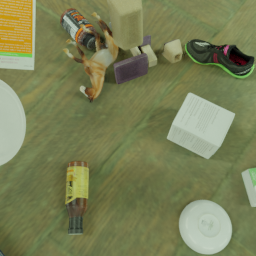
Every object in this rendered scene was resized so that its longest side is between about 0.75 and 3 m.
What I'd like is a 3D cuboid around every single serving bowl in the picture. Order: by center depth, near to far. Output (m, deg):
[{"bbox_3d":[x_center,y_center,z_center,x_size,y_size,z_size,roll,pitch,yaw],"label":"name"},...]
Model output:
[{"bbox_3d":[1.875,2.325,6.662,1.260,0.414,1.260,0,67,1],"label":"serving bowl"}]

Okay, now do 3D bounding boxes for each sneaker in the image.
[{"bbox_3d":[2.727,-2.216,8.244,2.094,0.877,0.804,22,70,9],"label":"sneaker"}]

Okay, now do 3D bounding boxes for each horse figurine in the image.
[{"bbox_3d":[-0.911,-2.182,8.117,0.624,1.658,2.501,-9,44,43],"label":"horse figurine"}]

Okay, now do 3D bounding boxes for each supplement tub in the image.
[{"bbox_3d":[-2.621,-0.022,4.136,1.854,1.301,1.301,-6,66,22],"label":"supplement tub"},{"bbox_3d":[-1.461,-3.038,8.677,0.712,0.712,1.331,-38,73,-14],"label":"supplement tub"}]

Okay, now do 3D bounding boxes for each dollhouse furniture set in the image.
[{"bbox_3d":[0.252,-3.055,7.634,2.195,2.770,1.966,-21,65,-6],"label":"dollhouse furniture set"}]

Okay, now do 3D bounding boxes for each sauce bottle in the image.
[{"bbox_3d":[-1.247,1.681,6.836,0.567,0.567,1.717,-2,66,-1],"label":"sauce bottle"}]

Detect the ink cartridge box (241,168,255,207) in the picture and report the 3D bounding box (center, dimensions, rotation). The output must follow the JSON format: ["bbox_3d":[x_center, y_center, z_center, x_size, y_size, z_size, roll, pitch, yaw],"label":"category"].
[{"bbox_3d":[3.623,1.402,6.968,1.228,0.537,0.892,-7,67,-4],"label":"ink cartridge box"}]

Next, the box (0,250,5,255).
[{"bbox_3d":[-3.966,3.669,5.941,2.829,0.722,2.231,-42,75,-15],"label":"box"}]

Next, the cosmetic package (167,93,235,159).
[{"bbox_3d":[1.838,-0.031,7.265,1.256,1.051,1.045,27,69,10],"label":"cosmetic package"}]

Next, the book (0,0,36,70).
[{"bbox_3d":[-2.503,-2.216,5.295,1.404,2.101,0.505,-4,27,-30],"label":"book"}]
